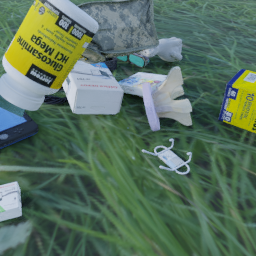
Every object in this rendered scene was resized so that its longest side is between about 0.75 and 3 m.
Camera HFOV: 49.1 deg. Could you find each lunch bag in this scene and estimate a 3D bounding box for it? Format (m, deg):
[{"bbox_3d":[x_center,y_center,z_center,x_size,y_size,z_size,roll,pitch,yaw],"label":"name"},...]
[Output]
[{"bbox_3d":[-0.884,-2.884,8.614,2.898,1.704,2.376,-15,14,-20],"label":"lunch bag"}]

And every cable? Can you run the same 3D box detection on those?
[{"bbox_3d":[-2.896,-1.368,10.899,1.704,0.433,1.391,12,35,11],"label":"cable"}]

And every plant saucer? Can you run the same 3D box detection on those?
[{"bbox_3d":[-3.626,-1.133,6.926,0.282,2.970,1.038,-34,69,6],"label":"plant saucer"}]

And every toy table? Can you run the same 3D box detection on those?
[{"bbox_3d":[1.274,-0.839,9.158,1.309,2.055,2.236,-15,37,9],"label":"toy table"}]

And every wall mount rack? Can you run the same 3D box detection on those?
[{"bbox_3d":[1.097,0.813,7.938,1.164,0.499,1.339,-22,41,-27],"label":"wall mount rack"}]

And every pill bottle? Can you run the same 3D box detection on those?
[{"bbox_3d":[-1.919,-1.715,6.450,1.430,2.543,1.430,34,15,-10],"label":"pill bottle"}]

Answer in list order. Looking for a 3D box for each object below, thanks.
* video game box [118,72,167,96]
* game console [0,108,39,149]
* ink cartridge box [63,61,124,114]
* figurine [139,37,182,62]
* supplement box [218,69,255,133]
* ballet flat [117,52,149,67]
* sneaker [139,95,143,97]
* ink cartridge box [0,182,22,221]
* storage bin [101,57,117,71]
[{"bbox_3d":[0.636,-1.773,11.233,1.704,0.399,1.552,17,34,39],"label":"video game box"},{"bbox_3d":[-4.597,-0.640,8.955,2.350,1.629,2.754,-27,45,-30],"label":"game console"},{"bbox_3d":[-1.396,-1.560,10.403,1.728,1.014,2.360,-1,35,-26],"label":"ink cartridge box"},{"bbox_3d":[0.872,-3.908,13.209,2.753,1.185,2.686,31,31,34],"label":"figurine"},{"bbox_3d":[4.619,-0.708,9.166,2.689,1.464,1.473,24,43,28],"label":"supplement box"},{"bbox_3d":[0.152,-3.553,13.618,2.162,0.778,0.778,30,46,26],"label":"ballet flat"},{"bbox_3d":[0.634,-1.226,10.899,0.452,0.287,0.793,-3,26,2],"label":"sneaker"},{"bbox_3d":[-2.940,1.769,6.764,0.618,0.357,0.849,-12,38,-16],"label":"ink cartridge box"},{"bbox_3d":[-1.114,-2.999,13.068,1.082,0.507,0.731,-17,40,-23],"label":"storage bin"}]
